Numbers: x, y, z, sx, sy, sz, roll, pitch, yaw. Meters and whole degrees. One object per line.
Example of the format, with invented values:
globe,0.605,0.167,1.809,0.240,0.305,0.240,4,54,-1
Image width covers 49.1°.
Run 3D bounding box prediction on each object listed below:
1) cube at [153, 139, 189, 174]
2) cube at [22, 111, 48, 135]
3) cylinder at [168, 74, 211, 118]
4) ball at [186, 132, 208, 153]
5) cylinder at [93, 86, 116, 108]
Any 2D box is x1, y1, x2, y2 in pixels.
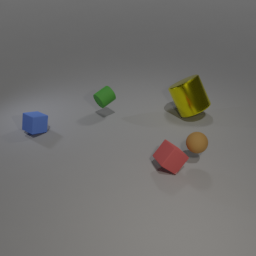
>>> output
cube,1.358,0.920,8.964,0.700,0.700,0.700,32,9,-29
cube,-3.663,-0.214,11.036,0.700,0.700,0.700,20,20,34
cylinder,2.639,-1.371,12.034,1.400,1.400,1.400,-26,12,6
ball,2.221,0.470,9.017,0.700,0.700,0.700,0,31,0
cylinder,-0.989,-1.317,11.858,0.700,0.700,0.700,-38,44,-19
